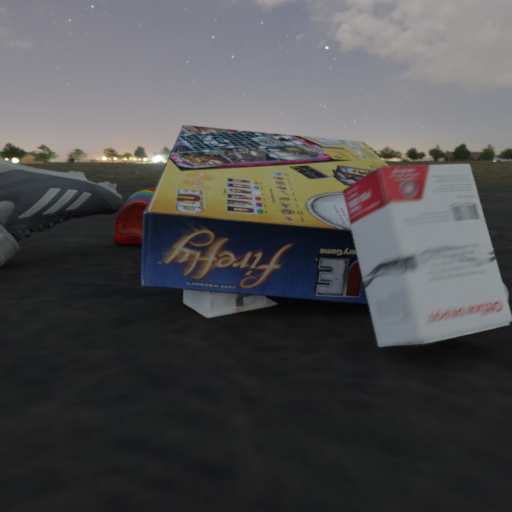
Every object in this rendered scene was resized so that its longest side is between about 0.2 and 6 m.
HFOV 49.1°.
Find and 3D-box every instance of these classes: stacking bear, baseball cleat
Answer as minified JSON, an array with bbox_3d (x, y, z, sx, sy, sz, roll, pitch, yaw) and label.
[{"bbox_3d":[-2.116,-0.899,10.744,0.841,0.788,1.385,15,22,-6],"label":"stacking bear"},{"bbox_3d":[-3.612,-0.670,8.933,1.171,1.787,3.358,2,-5,37],"label":"baseball cleat"}]

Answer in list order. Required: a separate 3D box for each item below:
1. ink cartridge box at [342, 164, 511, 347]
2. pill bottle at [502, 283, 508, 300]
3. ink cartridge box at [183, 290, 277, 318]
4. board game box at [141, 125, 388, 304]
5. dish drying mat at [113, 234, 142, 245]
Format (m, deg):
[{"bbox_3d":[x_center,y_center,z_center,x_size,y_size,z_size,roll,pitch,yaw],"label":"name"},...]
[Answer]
[{"bbox_3d":[1.388,-0.008,4.612,1.010,1.376,0.570,-5,-11,-27],"label":"ink cartridge box"},{"bbox_3d":[2.325,0.343,5.946,0.481,0.481,0.831,0,9,3],"label":"pill bottle"},{"bbox_3d":[-0.261,0.384,6.069,0.923,0.311,0.540,-7,18,-36],"label":"ink cartridge box"},{"bbox_3d":[0.379,-0.830,7.593,3.214,0.821,4.745,5,23,-4],"label":"board game box"},{"bbox_3d":[-0.804,-0.390,10.888,3.653,0.332,1.403,3,13,10],"label":"dish drying mat"}]
